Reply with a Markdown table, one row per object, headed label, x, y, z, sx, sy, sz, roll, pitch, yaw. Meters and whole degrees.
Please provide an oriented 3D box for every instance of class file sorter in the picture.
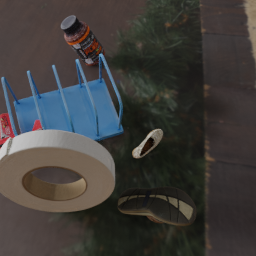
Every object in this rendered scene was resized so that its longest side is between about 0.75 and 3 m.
| label | x | y | z | sx | sy | sz | roll | pitch | yaw |
| --- | --- | --- | --- | --- | --- | --- | --- | --- | --- |
| file sorter | -1.833 | -0.669 | 8.140 | 2.981 | 1.829 | 2.068 | -17 | 67 | -11 |

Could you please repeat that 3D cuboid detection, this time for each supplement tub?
| label | x | y | z | sx | sy | sz | roll | pitch | yaw |
| --- | --- | --- | --- | --- | --- | --- | --- | --- | --- |
| supplement tub | -1.628 | -3.132 | 10.069 | 0.952 | 1.780 | 0.952 | -15 | 55 | 22 |

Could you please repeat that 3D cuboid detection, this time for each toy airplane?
| label | x | y | z | sx | sy | sz | roll | pitch | yaw |
| --- | --- | --- | --- | --- | --- | --- | --- | --- | --- |
| toy airplane | -3.189 | 0.348 | 8.149 | 2.001 | 0.368 | 2.001 | -5 | 74 | 19 |

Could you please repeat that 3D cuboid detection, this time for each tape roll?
| label | x | y | z | sx | sy | sz | roll | pitch | yaw |
| --- | --- | --- | --- | --- | --- | --- | --- | --- | --- |
| tape roll | -1.655 | 1.111 | 6.492 | 2.747 | 2.747 | 0.502 | -2 | 47 | -2 |

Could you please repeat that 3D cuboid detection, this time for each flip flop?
| label | x | y | z | sx | sy | sz | roll | pitch | yaw |
| --- | --- | --- | --- | --- | --- | --- | --- | --- | --- |
| flip flop | 0.686 | 1.962 | 6.879 | 2.197 | 0.632 | 0.891 | -7 | 40 | 39 |

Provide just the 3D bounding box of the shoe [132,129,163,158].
| label | x | y | z | sx | sy | sz | roll | pitch | yaw |
| --- | --- | --- | --- | --- | --- | --- | --- | --- | --- |
| shoe | 0.657 | 0.475 | 8.357 | 1.231 | 0.328 | 0.430 | -43 | 103 | -21 |
